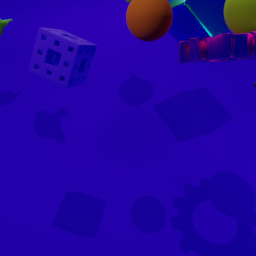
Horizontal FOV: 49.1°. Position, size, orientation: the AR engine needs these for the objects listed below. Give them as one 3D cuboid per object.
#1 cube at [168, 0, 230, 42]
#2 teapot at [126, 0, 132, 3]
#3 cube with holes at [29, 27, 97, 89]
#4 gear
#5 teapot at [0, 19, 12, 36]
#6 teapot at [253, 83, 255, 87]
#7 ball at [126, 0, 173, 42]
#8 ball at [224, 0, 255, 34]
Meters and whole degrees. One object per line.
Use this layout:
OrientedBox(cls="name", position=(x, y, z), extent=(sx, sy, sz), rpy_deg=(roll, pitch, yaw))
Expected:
OrientedBox(cls="cube", position=(1.825, -3.022, 7.183), extent=(1.383, 1.383, 1.383), rpy_deg=(-54, 26, -6))
OrientedBox(cls="teapot", position=(0.117, -4.193, 7.744), extent=(1.192, 0.938, 1.916), rpy_deg=(22, 56, -31))
OrientedBox(cls="cube with holes", position=(-1.120, -1.229, 4.905), extent=(0.752, 0.752, 0.752), rpy_deg=(25, 21, 8))
OrientedBox(cls="gear", position=(1.767, -1.316, 4.699), extent=(1.827, 0.338, 1.827), rpy_deg=(-3, 11, 1))
OrientedBox(cls="teapot", position=(-3.844, -2.887, 7.843), extent=(1.185, 0.737, 0.580), rpy_deg=(-16, 37, -14))
OrientedBox(cls="teapot", position=(2.400, -0.331, 4.017), extent=(0.739, 0.939, 1.510), rpy_deg=(-24, 42, 6))
OrientedBox(cls="ball", position=(0.354, -1.838, 4.653), extent=(0.771, 0.771, 0.771), rpy_deg=(0, 48, 0))
OrientedBox(cls="ball", position=(2.268, -2.142, 5.003), extent=(1.051, 1.051, 1.051), rpy_deg=(0, 48, 0))
